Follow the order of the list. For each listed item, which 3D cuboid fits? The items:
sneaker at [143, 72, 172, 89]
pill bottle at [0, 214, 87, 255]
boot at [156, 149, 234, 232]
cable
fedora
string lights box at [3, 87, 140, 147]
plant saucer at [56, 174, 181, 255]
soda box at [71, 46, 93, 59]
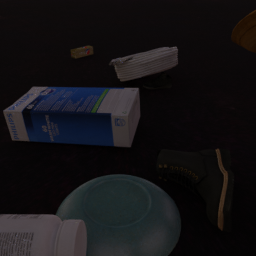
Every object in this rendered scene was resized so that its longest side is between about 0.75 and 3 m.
[{"bbox_3d":[0.977,-1.574,9.216,0.976,0.559,0.373,-5,38,-4],"label":"sneaker"},{"bbox_3d":[-1.258,1.495,3.530,1.366,0.774,0.774,-2,29,5],"label":"pill bottle"},{"bbox_3d":[1.035,0.938,4.767,1.384,0.775,2.001,3,16,14],"label":"boot"},{"bbox_3d":[0.639,-2.215,9.559,2.207,0.764,2.206,-10,14,14],"label":"cable"},{"bbox_3d":[1.796,-1.135,1.940,2.097,0.855,2.097,-7,1,0],"label":"fedora"},{"bbox_3d":[-1.205,-0.343,6.584,2.806,0.827,1.442,2,31,12],"label":"string lights box"},{"bbox_3d":[-0.167,1.271,4.409,2.018,0.389,2.018,-1,29,0],"label":"plant saucer"},{"bbox_3d":[-2.083,-3.459,12.730,0.339,0.359,1.060,24,37,35],"label":"soda box"}]
